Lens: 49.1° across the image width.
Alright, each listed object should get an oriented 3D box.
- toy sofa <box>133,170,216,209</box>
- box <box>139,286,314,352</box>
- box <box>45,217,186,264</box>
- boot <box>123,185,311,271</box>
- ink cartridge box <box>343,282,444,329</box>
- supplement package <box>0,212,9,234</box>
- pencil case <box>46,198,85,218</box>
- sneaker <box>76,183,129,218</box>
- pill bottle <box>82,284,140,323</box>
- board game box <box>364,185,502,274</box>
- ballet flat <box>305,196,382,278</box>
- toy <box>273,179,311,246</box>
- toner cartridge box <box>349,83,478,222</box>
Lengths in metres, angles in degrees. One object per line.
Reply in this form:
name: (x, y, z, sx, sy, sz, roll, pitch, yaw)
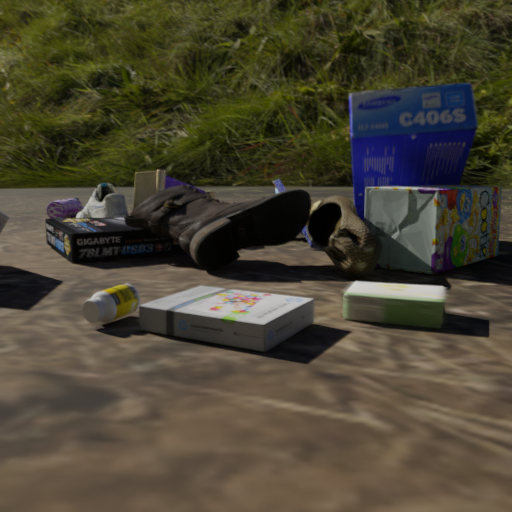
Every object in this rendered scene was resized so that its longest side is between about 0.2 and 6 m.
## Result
toy sofa: (-1.754, -1.297, 13.515, 1.223, 1.038, 2.506, 1, -5, 25)
box: (-0.280, 0.590, 5.616, 1.411, 0.290, 1.100, 6, 11, 29)
box: (-2.642, -0.391, 10.943, 2.419, 0.606, 2.437, -6, 12, -29)
boot: (-0.677, -0.825, 9.778, 2.710, 0.938, 2.359, -22, 34, -29)
ink cartridge box: (1.607, 0.467, 6.357, 1.003, 0.330, 1.378, 3, 11, 20)
supplement package: (-5.081, -0.556, 8.721, 1.857, 1.030, 1.446, 8, -20, 44)
pencil case: (-6.079, -1.476, 17.900, 0.658, 0.646, 1.540, 20, 12, 4)
sneaker: (-3.632, -1.108, 13.447, 1.090, 1.260, 2.909, -8, 11, -33)
pill bottle: (-1.510, 0.506, 5.817, 0.328, 0.328, 0.589, 5, 13, 27)
board game box: (3.040, -0.537, 9.487, 1.276, 1.299, 2.477, 8, 12, 43)
ballet flat: (1.231, -0.441, 9.160, 0.690, 1.003, 2.977, 23, 15, -14)
toy: (0.655, -0.933, 12.658, 0.637, 1.553, 2.697, -30, 5, 6)
toner cartridge box: (2.974, -1.668, 11.266, 2.064, 0.938, 4.346, -3, -21, 10)
